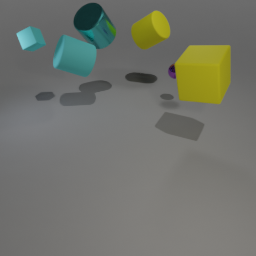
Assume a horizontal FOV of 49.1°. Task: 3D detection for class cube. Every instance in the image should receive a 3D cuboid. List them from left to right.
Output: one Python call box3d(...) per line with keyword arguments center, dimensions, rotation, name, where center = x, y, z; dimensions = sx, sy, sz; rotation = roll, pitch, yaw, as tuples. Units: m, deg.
box3d(center=(-3.888, -3.579, 11.300), dimensions=(0.700, 0.700, 0.700), rotation=(-20, 4, 17), name="cube")
box3d(center=(2.501, -1.786, 9.225), dimensions=(1.400, 1.400, 1.400), rotation=(9, 42, 30), name="cube")

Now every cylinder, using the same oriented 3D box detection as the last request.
box3d(center=(-2.238, -2.991, 11.727), dimensions=(1.400, 1.400, 1.400), rotation=(12, 23, -30), name="cylinder")
box3d(center=(-1.411, -4.389, 12.135), dimensions=(1.400, 1.400, 1.400), rotation=(-7, 71, 21), name="cylinder")
box3d(center=(1.110, -4.770, 13.750), dimensions=(1.400, 1.400, 1.400), rotation=(-16, 15, 43), name="cylinder")

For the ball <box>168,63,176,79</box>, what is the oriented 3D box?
box3d(center=(2.169, -2.583, 12.738), dimensions=(0.700, 0.700, 0.700), rotation=(0, 31, 0), name="ball")
